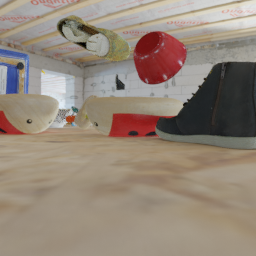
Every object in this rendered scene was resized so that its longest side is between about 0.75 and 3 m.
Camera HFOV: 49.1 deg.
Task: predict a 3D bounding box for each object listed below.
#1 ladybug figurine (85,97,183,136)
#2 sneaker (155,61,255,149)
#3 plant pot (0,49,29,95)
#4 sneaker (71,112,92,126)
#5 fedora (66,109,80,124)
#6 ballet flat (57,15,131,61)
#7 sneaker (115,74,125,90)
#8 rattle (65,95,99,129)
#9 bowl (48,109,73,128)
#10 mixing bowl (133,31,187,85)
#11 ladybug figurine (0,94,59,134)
[{"bbox_3d":[0.204,-0.241,6.005,2.224,0.800,1.510,0,3,-8],"label":"ladybug figurine"},{"bbox_3d":[1.229,-0.358,4.474,0.824,1.170,2.204,-1,3,-30],"label":"sneaker"},{"bbox_3d":[-4.909,-1.372,9.357,2.926,2.926,2.631,0,7,-41],"label":"plant pot"},{"bbox_3d":[-1.743,-0.426,11.897,0.856,0.740,1.975,6,4,16],"label":"sneaker"},{"bbox_3d":[-2.698,-0.546,14.179,1.752,0.715,1.752,-5,0,0],"label":"fedora"},{"bbox_3d":[-0.924,-2.163,6.840,2.115,0.748,0.748,33,17,22],"label":"ballet flat"},{"bbox_3d":[-0.412,-2.444,14.881,0.494,0.930,0.348,0,38,6],"label":"sneaker"},{"bbox_3d":[-1.170,-0.361,9.486,1.304,1.189,1.826,5,-20,-33],"label":"rattle"},{"bbox_3d":[-2.711,-0.364,10.243,1.463,0.686,1.463,1,3,0],"label":"bowl"},{"bbox_3d":[0.808,-2.263,8.459,1.707,1.707,0.925,2,-24,36],"label":"mixing bowl"},{"bbox_3d":[-2.736,-0.339,6.975,1.714,0.908,2.526,-2,4,-45],"label":"ladybug figurine"}]
